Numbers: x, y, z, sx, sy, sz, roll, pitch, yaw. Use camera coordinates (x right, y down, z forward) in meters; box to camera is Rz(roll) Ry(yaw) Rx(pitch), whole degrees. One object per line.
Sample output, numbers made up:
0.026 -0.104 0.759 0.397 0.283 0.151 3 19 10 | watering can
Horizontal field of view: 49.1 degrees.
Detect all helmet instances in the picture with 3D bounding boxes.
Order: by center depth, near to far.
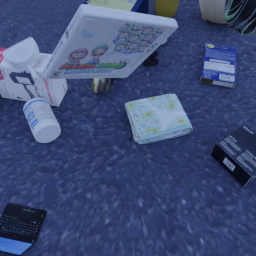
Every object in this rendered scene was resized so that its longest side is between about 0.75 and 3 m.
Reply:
3.293 -3.193 7.322 1.584 1.510 1.584 6 53 -7 | helmet

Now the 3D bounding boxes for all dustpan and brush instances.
-3.351 -2.172 9.276 1.182 0.485 1.694 -31 57 -7 | dustpan and brush

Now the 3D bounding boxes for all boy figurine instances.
0.869 -3.754 11.814 0.757 1.460 2.349 -8 58 4 | boy figurine

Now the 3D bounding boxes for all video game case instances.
-0.520 -2.177 7.777 2.985 2.717 0.354 -9 74 -38 | video game case

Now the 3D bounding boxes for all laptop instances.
-3.107 2.697 7.595 1.257 0.733 1.419 10 55 6 | laptop

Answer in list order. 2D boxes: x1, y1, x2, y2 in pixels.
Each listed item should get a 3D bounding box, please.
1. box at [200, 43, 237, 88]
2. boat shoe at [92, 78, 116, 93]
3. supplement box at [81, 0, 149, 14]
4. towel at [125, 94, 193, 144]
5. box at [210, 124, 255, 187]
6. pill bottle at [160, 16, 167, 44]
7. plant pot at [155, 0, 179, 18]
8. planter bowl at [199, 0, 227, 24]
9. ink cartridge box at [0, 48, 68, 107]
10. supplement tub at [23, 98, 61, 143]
3.812 -2.654 11.715 1.365 0.365 2.253 12 56 8 | box
-0.675 -2.318 11.238 0.807 0.911 2.490 20 63 4 | boat shoe
-0.503 -5.350 12.912 2.384 1.602 2.386 16 55 11 | supplement box
1.036 -0.387 9.989 2.072 0.499 1.774 -11 55 -8 | towel
3.693 0.843 8.913 1.350 0.772 1.482 -29 59 -19 | box
1.421 -4.441 12.794 0.747 0.747 1.249 -4 54 -3 | pill bottle
1.899 -6.139 13.738 1.180 1.215 1.188 8 53 5 | plant pot
4.226 -5.947 13.240 1.490 2.213 2.213 -7 49 29 | planter bowl
-3.617 -1.850 10.284 2.377 1.721 1.002 9 54 6 | ink cartridge box
-2.972 -0.285 9.654 0.920 0.920 1.394 -24 56 -16 | supplement tub
